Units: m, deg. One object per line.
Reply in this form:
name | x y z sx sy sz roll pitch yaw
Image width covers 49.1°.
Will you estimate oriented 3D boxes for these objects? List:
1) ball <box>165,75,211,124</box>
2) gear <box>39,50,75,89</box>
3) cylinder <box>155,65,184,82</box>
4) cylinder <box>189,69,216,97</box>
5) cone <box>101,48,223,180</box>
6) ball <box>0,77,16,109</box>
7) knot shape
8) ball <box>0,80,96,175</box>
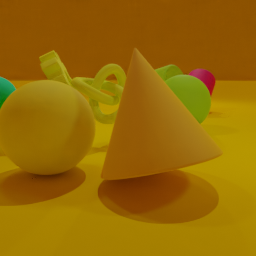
ball | 1.354 -0.628 6.977 1.374 1.374 1.374 0 10 0
gear | -1.402 -0.812 6.503 0.354 1.916 1.916 -26 13 -3
cylinder | 1.026 -1.224 9.168 1.372 1.372 1.372 -10 2 42
cylinder | 2.646 -1.480 10.562 1.084 1.084 1.084 6 48 28
cone | 0.246 -0.276 3.502 1.504 1.510 1.504 -12 -3 -1
ball | -3.357 -0.742 7.050 1.128 1.128 1.128 0 10 0
knot shape | -0.533 -0.725 5.424 1.154 1.234 0.570 16 -32 -16
ball | -1.089 -0.006 3.830 1.282 1.282 1.282 0 10 0
